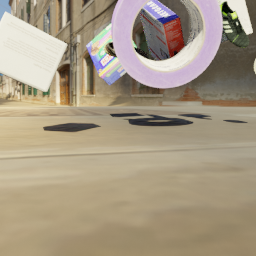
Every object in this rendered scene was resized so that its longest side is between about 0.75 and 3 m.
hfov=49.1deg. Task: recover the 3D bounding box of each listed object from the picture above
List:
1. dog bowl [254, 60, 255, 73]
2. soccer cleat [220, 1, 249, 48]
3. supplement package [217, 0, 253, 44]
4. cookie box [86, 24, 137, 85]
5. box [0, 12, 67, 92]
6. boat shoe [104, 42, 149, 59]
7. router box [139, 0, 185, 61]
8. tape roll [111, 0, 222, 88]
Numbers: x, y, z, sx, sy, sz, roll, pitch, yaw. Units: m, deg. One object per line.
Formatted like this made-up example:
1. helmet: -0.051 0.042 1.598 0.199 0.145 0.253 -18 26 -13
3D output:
1. dog bowl: 4.221 -1.880 8.230 0.375 0.953 0.953 4 3 -26
2. soccer cleat: 3.154 -3.105 8.424 0.520 1.541 0.624 -26 -15 -6
3. supplement package: 3.331 -3.773 9.766 1.437 1.503 1.105 -25 11 -35
4. cookie box: -0.624 -3.298 12.085 1.897 2.218 0.833 -37 -36 16
5. box: -2.188 -1.531 5.958 1.292 1.112 1.298 23 0 -25
6. boat shoe: -0.020 -2.315 8.636 1.433 0.525 0.465 8 2 -13
7. router box: 1.181 -3.068 9.563 0.570 2.096 2.335 -24 44 -2
8. tape roll: 0.910 -2.450 7.127 2.666 2.666 1.133 0 27 -5
